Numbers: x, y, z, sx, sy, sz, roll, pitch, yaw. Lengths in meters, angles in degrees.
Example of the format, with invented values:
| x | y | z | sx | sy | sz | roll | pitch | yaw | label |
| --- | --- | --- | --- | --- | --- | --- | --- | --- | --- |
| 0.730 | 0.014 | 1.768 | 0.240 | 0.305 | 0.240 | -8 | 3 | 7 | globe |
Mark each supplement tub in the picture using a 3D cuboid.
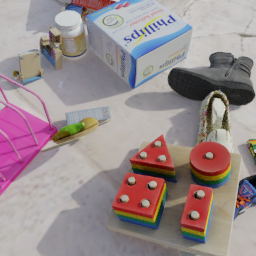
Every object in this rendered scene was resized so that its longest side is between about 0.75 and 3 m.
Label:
| x | y | z | sx | sy | sz | roll | pitch | yaw | label |
| --- | --- | --- | --- | --- | --- | --- | --- | --- | --- |
| -2.037 | -3.321 | 10.067 | 1.039 | 1.439 | 1.039 | 0 | 55 | 0 | supplement tub |

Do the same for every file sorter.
| x | y | z | sx | sy | sz | roll | pitch | yaw | label |
| --- | --- | --- | --- | --- | --- | --- | --- | --- | --- |
| -3.670 | 0.181 | 7.437 | 1.953 | 1.762 | 2.810 | 26 | 59 | 17 | file sorter |

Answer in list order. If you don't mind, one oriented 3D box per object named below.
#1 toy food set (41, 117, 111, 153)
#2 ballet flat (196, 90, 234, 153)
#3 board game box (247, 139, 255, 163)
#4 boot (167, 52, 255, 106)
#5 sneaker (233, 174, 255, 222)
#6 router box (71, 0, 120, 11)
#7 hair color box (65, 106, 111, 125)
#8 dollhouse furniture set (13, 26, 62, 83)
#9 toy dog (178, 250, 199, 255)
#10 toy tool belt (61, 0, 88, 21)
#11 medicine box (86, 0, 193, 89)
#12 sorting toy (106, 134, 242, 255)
| x | y | z | sx | sy | sz | roll | pitch | yaw | label |
| --- | --- | --- | --- | --- | --- | --- | --- | --- | --- |
| -1.360 | 0.028 | 7.390 | 1.376 | 0.400 | 1.993 | -18 | 7 | 21 | toy food set |
| 2.512 | 0.064 | 8.046 | 1.074 | 0.907 | 2.839 | 3 | 56 | 2 | ballet flat |
| 4.542 | 0.682 | 8.040 | 1.948 | 0.229 | 1.021 | -7 | 54 | -5 | board game box |
| 2.788 | -1.847 | 9.455 | 2.908 | 1.015 | 1.914 | 15 | 53 | -3 | boot |
| 2.742 | 1.666 | 6.931 | 2.286 | 0.897 | 0.861 | -26 | 58 | -17 | sneaker |
| -1.178 | -5.997 | 11.961 | 2.325 | 0.633 | 2.590 | 8 | 53 | -19 | router box |
| -1.188 | -0.375 | 8.440 | 1.303 | 0.645 | 0.395 | -9 | 94 | -8 | hair color box |
| -3.242 | -2.602 | 9.492 | 1.662 | 1.569 | 1.085 | -27 | 58 | -31 | dollhouse furniture set |
| 1.826 | 3.505 | 5.363 | 1.864 | 1.361 | 2.826 | -38 | 63 | -23 | toy dog |
| -2.173 | -4.800 | 11.445 | 0.885 | 0.871 | 1.417 | 30 | 60 | 19 | toy tool belt |
| 0.353 | -3.202 | 9.980 | 2.567 | 1.451 | 2.818 | -33 | 61 | -20 | medicine box |
| 1.113 | 1.278 | 6.583 | 2.690 | 0.936 | 2.674 | 6 | 47 | 25 | sorting toy |
